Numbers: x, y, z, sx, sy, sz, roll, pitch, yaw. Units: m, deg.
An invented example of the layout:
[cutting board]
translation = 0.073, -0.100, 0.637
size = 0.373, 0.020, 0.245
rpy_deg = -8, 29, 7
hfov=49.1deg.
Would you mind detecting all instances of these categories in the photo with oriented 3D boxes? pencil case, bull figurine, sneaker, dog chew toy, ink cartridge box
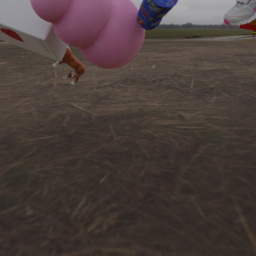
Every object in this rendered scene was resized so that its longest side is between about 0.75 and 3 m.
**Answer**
[pencil case]
translation = 0.525, -2.205, 5.076
size = 0.558, 0.501, 1.285
rpy_deg = -17, 5, -7
[bull figurine]
translation = -1.820, -1.933, 8.152
size = 0.460, 1.413, 0.858
rpy_deg = 21, 73, 47
[sneaker]
translation = 1.875, -2.006, 4.287
size = 1.071, 0.472, 0.435
rpy_deg = -41, 42, -3
[dog chew toy]
translation = -0.827, -2.259, 5.742
size = 2.526, 1.573, 1.573
rpy_deg = 20, 3, -42
[ink cartridge box]
translation = 3.433, -2.289, 5.369
size = 2.010, 0.626, 2.498
rpy_deg = 12, -14, 8

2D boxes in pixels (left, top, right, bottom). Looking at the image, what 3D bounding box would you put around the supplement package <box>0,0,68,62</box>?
[supplement package]
translation = -2.515, -2.737, 6.729
size = 2.188, 1.310, 1.326
rpy_deg = 21, -7, 6
